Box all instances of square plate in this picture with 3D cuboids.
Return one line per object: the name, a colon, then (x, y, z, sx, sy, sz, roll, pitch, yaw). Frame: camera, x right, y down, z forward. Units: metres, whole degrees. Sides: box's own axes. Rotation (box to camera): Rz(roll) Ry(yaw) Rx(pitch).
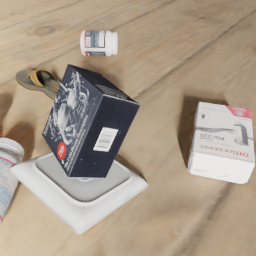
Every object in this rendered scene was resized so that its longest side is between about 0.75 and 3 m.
square plate: (-1.077, 1.099, 6.670, 2.407, 0.346, 2.430, 31, 30, 27)

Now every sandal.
sandal: (-3.004, -1.668, 9.862, 2.347, 0.641, 0.959, 29, 51, 26)

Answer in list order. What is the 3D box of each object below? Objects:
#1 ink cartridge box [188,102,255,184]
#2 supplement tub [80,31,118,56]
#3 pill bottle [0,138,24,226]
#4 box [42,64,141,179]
ink cartridge box: (2.528, 0.328, 7.657, 1.525, 0.888, 2.094, 9, 47, 11)
supplement tub: (-1.166, -3.446, 11.423, 1.423, 0.998, 0.998, 2, 44, 2)
pill bottle: (-3.185, 1.259, 6.532, 1.134, 1.134, 2.086, 2, 44, 2)
box: (-0.948, -0.155, 6.398, 1.024, 1.967, 1.791, 10, 22, -40)
